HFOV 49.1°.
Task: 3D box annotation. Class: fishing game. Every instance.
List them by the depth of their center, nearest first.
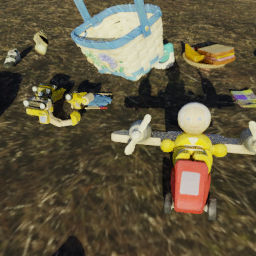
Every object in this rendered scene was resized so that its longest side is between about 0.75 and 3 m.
[{"bbox_3d":[-1.055,-0.904,9.680,0.991,0.215,1.384,0,28,0],"label":"fishing game"}]

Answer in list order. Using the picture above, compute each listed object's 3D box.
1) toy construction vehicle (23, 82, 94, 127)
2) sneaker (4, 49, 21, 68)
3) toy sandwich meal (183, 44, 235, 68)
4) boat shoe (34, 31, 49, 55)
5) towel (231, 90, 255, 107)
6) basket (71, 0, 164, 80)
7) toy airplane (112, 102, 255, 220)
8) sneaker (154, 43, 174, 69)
[{"bbox_3d":[-2.342,-0.760,9.155,2.166,0.763,1.886,10,26,9],"label":"toy construction vehicle"},{"bbox_3d":[-5.209,-3.119,12.459,0.488,0.583,1.318,2,37,0],"label":"sneaker"},{"bbox_3d":[3.591,-3.393,12.630,2.330,0.798,2.330,0,36,0],"label":"toy sandwich meal"},{"bbox_3d":[-2.575,-2.646,8.522,0.440,0.376,1.201,25,30,-38],"label":"boat shoe"},{"bbox_3d":[4.219,-1.051,9.932,0.822,0.130,1.145,-3,36,-3],"label":"towel"},{"bbox_3d":[-0.356,-2.747,7.235,1.985,2.854,2.516,-39,38,-23],"label":"basket"},{"bbox_3d":[1.506,0.291,6.335,2.975,2.100,2.963,-21,36,-23],"label":"toy airplane"},{"bbox_3d":[1.029,-3.690,12.718,1.160,1.192,2.994,-24,41,-30],"label":"sneaker"}]
